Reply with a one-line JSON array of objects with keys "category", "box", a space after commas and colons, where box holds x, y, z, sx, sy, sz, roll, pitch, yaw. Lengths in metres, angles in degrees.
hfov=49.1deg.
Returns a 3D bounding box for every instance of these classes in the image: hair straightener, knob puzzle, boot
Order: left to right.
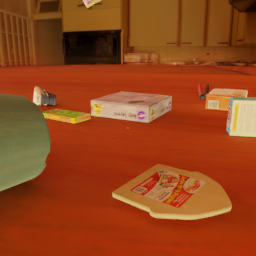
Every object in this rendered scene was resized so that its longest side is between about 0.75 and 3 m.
[{"category": "boot", "box": [-4.202, -1.542, 14.120, 0.991, 0.798, 2.193, 6, 17, -23]}, {"category": "knob puzzle", "box": [0.919, 1.219, 5.032, 1.993, 0.276, 1.993, 0, 15, 0]}, {"category": "hair straightener", "box": [4.600, -2.061, 15.906, 1.138, 0.605, 2.958, 3, 16, 11]}]

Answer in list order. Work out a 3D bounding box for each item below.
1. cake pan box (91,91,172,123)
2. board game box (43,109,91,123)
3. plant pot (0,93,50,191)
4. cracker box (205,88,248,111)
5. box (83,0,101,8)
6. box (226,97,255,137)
[{"category": "cake pan box", "box": [0.238, -1.001, 12.008, 2.635, 0.748, 2.862, 10, 19, 24]}, {"category": "board game box", "box": [-2.502, -0.502, 11.097, 1.909, 0.286, 0.912, 13, 20, 32]}, {"category": "plant pot", "box": [-2.855, 0.309, 4.946, 2.395, 2.395, 2.345, 10, 11, 32]}, {"category": "cracker box", "box": [4.738, -1.374, 13.329, 1.629, 0.701, 2.432, 7, 18, 25]}, {"category": "box", "box": [-0.803, -3.480, 7.128, 0.769, 0.372, 0.677, -30, 14, -1]}, {"category": "box", "box": [4.679, -0.329, 8.801, 2.869, 1.180, 0.705, 3, 16, 10]}]
